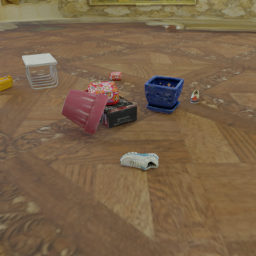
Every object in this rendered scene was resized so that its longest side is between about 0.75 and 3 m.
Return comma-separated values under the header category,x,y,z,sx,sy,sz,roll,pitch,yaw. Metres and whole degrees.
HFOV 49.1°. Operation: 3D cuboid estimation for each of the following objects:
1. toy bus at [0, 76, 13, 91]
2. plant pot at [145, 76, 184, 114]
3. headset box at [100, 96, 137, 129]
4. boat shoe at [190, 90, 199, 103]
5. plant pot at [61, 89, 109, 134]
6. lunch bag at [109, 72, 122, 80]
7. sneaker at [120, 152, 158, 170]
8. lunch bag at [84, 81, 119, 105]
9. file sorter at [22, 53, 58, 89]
category,x,y,z,sx,sy,sz,roll,pitch,yaw
toy bus,-6.781,-2.326,14.965,0.626,0.520,1.599,13,30,23
plant pot,1.607,-1.470,12.476,1.447,1.301,1.447,11,30,22
headset box,-0.587,-0.714,11.648,1.384,0.718,1.860,-18,33,-28
boat shoe,3.267,-1.515,13.609,0.390,0.343,1.097,11,31,16
plant pot,-1.582,-0.695,10.075,1.358,1.517,1.517,22,27,-8
lunch bag,-0.753,-3.104,16.646,0.761,0.354,0.864,2,28,4
sneaker,0.366,1.054,8.582,1.216,0.456,0.527,-2,33,-4
lunch bag,-1.126,-1.460,11.624,1.380,0.642,1.567,-6,28,-8
file sorter,-4.922,-3.225,15.746,1.560,1.400,2.249,-12,30,-21
